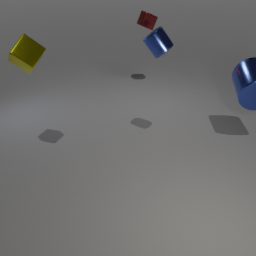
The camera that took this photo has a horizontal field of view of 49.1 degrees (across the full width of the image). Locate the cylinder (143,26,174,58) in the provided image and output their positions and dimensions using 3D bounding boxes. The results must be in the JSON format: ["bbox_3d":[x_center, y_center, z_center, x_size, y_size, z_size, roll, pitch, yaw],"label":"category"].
[{"bbox_3d":[0.939,-2.657,8.697,0.700,0.700,0.700,-36,17,13],"label":"cylinder"}]

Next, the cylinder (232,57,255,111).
[{"bbox_3d":[4.589,-1.590,10.103,1.400,1.400,1.400,2,47,4],"label":"cylinder"}]

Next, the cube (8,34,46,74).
[{"bbox_3d":[-2.823,-2.046,7.825,0.700,0.700,0.700,-10,50,63],"label":"cube"}]

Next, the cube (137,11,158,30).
[{"bbox_3d":[0.980,-5.527,14.385,0.700,0.700,0.700,12,23,-27],"label":"cube"}]
